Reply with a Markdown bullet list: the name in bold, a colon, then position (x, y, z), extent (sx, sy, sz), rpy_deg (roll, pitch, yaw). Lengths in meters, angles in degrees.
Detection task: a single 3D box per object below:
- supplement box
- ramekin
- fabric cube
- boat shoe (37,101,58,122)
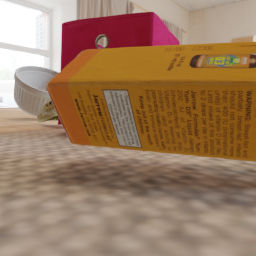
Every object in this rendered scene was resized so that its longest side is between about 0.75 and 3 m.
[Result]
- **supplement box**: position (0.579, -0.269, 2.617), extent (2.543, 0.875, 0.846), rpy_deg (3, 39, 25)
- **ramekin**: position (-3.571, -1.495, 11.855), extent (2.538, 1.332, 2.538), rpy_deg (19, 27, -10)
- **fabric cube**: position (-0.121, -1.101, 6.447), extent (2.146, 2.180, 2.187), rpy_deg (4, 2, 24)
- **boat shoe**: position (-2.096, -0.535, 7.914), extent (1.534, 0.509, 0.568), rpy_deg (-16, 6, 38)
